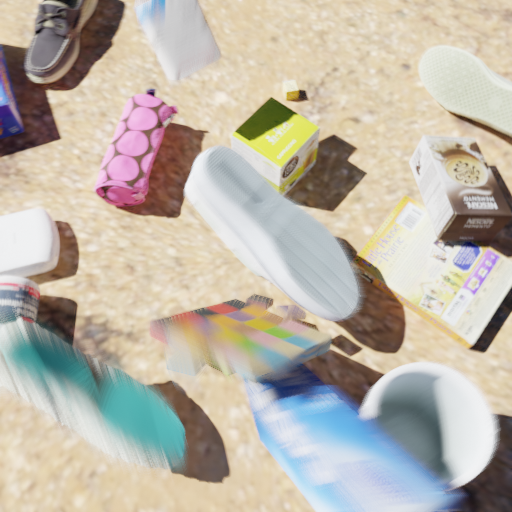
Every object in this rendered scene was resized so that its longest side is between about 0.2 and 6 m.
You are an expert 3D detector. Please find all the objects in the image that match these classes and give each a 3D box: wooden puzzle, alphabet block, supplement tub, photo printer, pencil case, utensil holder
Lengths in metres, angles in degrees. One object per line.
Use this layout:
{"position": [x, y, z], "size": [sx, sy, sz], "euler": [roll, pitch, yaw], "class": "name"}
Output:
{"position": [-0.154, 0.993, 6.915], "size": [1.625, 2.740, 0.192], "euler": [19, 107, 35], "class": "wooden puzzle"}
{"position": [0.651, -3.154, 10.669], "size": [0.256, 0.257, 0.262], "euler": [-11, 65, -4], "class": "alphabet block"}
{"position": [-3.729, 0.941, 8.432], "size": [0.790, 0.790, 1.125], "euler": [-1, 65, -1], "class": "supplement tub"}
{"position": [-3.914, -0.159, 9.134], "size": [1.344, 0.467, 1.118], "euler": [-14, 65, -6], "class": "photo printer"}
{"position": [-2.049, -1.828, 9.699], "size": [0.959, 0.929, 2.047], "euler": [10, 68, 7], "class": "pencil case"}
{"position": [1.989, 2.333, 7.225], "size": [1.464, 1.722, 1.464], "euler": [1, 62, -1], "class": "utensil holder"}

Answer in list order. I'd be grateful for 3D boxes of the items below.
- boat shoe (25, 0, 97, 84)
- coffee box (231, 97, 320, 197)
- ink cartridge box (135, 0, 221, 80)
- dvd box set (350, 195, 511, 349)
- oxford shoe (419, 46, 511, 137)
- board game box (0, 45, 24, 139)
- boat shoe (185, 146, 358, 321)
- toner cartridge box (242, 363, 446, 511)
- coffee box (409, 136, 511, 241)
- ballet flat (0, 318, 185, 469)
{"position": [-3.909, -4.630, 11.013], "size": [0.985, 0.887, 2.738], "euler": [13, 65, 6], "class": "boat shoe"}
{"position": [0.320, -1.821, 9.590], "size": [1.072, 1.060, 1.070], "euler": [37, 70, 16], "class": "coffee box"}
{"position": [-1.123, -3.230, 8.129], "size": [0.807, 1.105, 0.466], "euler": [-31, 28, -12], "class": "ink cartridge box"}
{"position": [2.875, 0.204, 9.044], "size": [2.236, 0.329, 1.636], "euler": [35, 69, 15], "class": "dvd box set"}
{"position": [4.192, -2.971, 10.343], "size": [2.740, 1.030, 0.791], "euler": [40, 30, 25], "class": "oxford shoe"}
{"position": [-6.403, -2.881, 10.225], "size": [3.613, 0.809, 2.429], "euler": [-19, 66, -9], "class": "board game box"}
{"position": [0.210, -0.258, 8.189], "size": [1.125, 1.021, 3.057], "euler": [-41, 91, -32], "class": "boat shoe"}
{"position": [0.879, 2.383, 6.522], "size": [0.658, 1.447, 3.047], "euler": [-24, 29, -20], "class": "toner cartridge box"}
{"position": [3.314, -1.123, 9.221], "size": [0.993, 0.701, 1.758], "euler": [0, 54, -11], "class": "coffee box"}
{"position": [-2.243, 1.872, 7.338], "size": [2.893, 1.038, 1.038], "euler": [40, 68, -16], "class": "ballet flat"}
